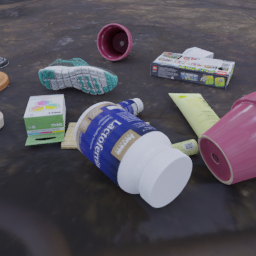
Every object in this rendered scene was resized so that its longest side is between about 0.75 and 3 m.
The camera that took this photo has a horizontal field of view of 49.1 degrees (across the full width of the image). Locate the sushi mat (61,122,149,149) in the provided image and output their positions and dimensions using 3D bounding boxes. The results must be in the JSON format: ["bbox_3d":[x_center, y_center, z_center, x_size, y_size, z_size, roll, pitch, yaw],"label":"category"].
[{"bbox_3d":[-0.526,0.179,7.407,2.280,0.138,1.091,0,34,1],"label":"sushi mat"}]

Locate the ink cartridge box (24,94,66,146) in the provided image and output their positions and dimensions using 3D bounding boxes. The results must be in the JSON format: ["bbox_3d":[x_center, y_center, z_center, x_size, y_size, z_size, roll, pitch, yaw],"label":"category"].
[{"bbox_3d":[-2.243,-0.296,7.661,0.985,0.562,1.896,-5,30,-8],"label":"ink cartridge box"}]

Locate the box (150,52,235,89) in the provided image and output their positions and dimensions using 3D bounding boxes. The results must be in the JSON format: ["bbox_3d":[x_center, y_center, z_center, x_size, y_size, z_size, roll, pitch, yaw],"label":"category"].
[{"bbox_3d":[2.482,-2.297,10.845,2.887,0.501,1.589,15,37,22],"label":"box"}]

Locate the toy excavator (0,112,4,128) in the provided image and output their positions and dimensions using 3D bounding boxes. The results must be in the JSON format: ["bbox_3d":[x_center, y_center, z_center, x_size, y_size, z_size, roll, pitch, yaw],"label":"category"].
[{"bbox_3d":[-4.499,-0.056,7.304,1.821,0.910,1.771,20,38,7],"label":"toy excavator"}]

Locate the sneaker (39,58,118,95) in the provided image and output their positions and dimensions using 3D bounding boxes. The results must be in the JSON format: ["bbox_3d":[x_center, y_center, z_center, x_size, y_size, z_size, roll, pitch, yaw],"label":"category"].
[{"bbox_3d":[-1.633,-1.960,9.677,2.771,1.075,1.264,9,46,12],"label":"sneaker"}]

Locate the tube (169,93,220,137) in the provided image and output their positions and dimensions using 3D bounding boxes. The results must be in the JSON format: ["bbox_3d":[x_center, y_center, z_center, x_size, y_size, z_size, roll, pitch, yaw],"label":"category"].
[{"bbox_3d":[1.970,-0.439,7.932,0.713,0.797,2.748,-42,26,17],"label":"tube"}]

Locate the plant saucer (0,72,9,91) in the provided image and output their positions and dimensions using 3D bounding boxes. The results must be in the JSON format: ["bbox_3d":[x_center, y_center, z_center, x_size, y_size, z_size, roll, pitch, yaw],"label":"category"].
[{"bbox_3d":[-5.450,-1.648,10.030,2.181,0.352,2.181,1,33,0],"label":"plant saucer"}]

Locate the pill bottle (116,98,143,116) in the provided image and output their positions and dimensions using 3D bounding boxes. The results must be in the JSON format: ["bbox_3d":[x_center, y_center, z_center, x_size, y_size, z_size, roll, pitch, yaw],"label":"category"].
[{"bbox_3d":[-0.009,-0.537,8.154,0.534,0.534,0.923,28,38,35],"label":"pill bottle"}]

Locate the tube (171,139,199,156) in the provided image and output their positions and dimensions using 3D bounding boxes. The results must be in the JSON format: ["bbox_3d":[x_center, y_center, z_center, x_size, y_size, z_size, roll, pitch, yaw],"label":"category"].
[{"bbox_3d":[0.963,0.601,6.660,1.414,0.367,0.410,-13,-4,-14],"label":"tube"}]

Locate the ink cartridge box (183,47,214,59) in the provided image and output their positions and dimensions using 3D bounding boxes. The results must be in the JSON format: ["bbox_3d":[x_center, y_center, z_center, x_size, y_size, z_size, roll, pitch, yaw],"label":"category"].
[{"bbox_3d":[2.842,-3.127,12.261,1.396,0.398,1.135,-19,38,-30],"label":"ink cartridge box"}]

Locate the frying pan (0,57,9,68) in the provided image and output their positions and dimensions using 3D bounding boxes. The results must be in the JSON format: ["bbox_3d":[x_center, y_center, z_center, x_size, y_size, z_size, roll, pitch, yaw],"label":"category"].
[{"bbox_3d":[-5.726,-2.972,12.150,1.069,0.288,1.768,-8,37,-13],"label":"frying pan"}]

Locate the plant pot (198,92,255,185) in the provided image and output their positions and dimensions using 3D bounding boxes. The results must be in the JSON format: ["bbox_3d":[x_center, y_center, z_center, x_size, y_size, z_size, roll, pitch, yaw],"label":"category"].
[{"bbox_3d":[2.495,0.323,5.940,1.617,1.806,1.806,-26,39,-11],"label":"plant pot"}]

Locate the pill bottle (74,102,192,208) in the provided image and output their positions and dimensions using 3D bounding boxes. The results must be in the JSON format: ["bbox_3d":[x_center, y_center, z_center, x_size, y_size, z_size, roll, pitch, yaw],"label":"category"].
[{"bbox_3d":[0.047,0.487,5.816,1.378,1.378,2.381,-25,41,-33],"label":"pill bottle"}]

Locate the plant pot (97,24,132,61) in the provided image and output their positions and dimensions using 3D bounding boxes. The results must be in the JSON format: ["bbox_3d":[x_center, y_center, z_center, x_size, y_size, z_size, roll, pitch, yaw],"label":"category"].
[{"bbox_3d":[-0.444,-3.786,12.401,1.518,1.518,1.359,9,19,14],"label":"plant pot"}]
